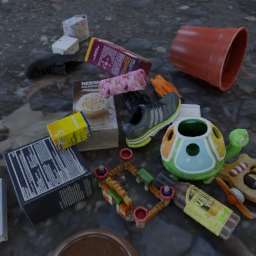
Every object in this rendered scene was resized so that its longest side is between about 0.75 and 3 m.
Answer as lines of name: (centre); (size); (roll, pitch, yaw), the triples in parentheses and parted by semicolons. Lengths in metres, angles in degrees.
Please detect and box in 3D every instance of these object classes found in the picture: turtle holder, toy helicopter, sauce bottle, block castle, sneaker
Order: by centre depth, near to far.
sauce bottle: (1.960, 2.202, 8.317); (2.586, 0.837, 0.837); (31, 55, 24)
block castle: (0.131, 1.755, 8.565); (1.500, 1.053, 2.245); (-33, 56, -26)
turtle holder: (2.290, 0.656, 8.854); (2.530, 1.797, 1.923); (17, 51, 26)
toy helicopter: (3.267, 1.581, 8.934); (2.926, 1.154, 1.935); (16, 57, 28)
sneaker: (0.881, -0.504, 10.153); (2.788, 1.128, 1.030); (-45, 37, -23)
sneaker: (-3.343, -2.808, 12.814); (1.346, 0.775, 2.581); (29, 51, 29)

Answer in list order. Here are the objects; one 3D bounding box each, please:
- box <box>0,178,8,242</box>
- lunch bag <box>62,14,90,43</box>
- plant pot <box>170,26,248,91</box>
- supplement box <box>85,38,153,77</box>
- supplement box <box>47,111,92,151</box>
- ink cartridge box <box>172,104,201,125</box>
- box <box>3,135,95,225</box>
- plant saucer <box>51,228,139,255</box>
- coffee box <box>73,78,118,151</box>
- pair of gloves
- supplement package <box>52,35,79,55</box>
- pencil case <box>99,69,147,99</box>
box: (-4.850, 2.645, 8.154); (2.435, 0.501, 1.898); (-13, 50, -10)
lunch bag: (-2.660, -5.199, 14.710); (1.355, 1.149, 0.862); (-37, 57, -26)
plant pot: (3.413, -3.257, 12.206); (2.571, 2.644, 2.644); (25, 52, 30)
supplement box: (-0.382, -2.747, 11.557); (2.390, 1.024, 1.319); (31, 22, 20)
supplement box: (-1.762, 0.094, 8.519); (1.156, 0.629, 0.633); (-24, 56, -15)
ink cartridge box: (2.209, -0.226, 10.631); (1.018, 0.588, 1.395); (4, 48, 6)
box: (-2.430, 1.425, 8.678); (2.082, 1.294, 2.099); (-23, 50, -20)
plant saucer: (-0.917, 3.812, 7.146); (2.690, 0.463, 2.690); (0, 49, 1)
coffee box: (-1.277, -0.580, 10.612); (1.574, 1.097, 2.752); (-6, 49, -5)
pair of gloves: (1.043, -1.215, 11.730); (2.429, 0.300, 2.164); (-24, 55, -18)
supplement package: (-3.113, -4.035, 14.024); (0.846, 0.602, 1.086); (20, 50, 16)
pencil case: (-0.194, -1.492, 9.604); (1.718, 0.743, 0.711); (-10, 52, 29)
